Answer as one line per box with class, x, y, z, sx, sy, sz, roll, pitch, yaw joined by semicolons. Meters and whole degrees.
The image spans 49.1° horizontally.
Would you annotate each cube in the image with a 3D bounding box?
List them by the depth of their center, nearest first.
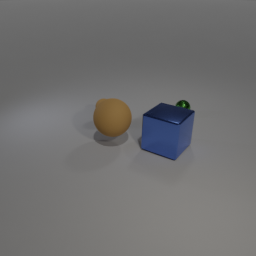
cube;1.435;0.065;10.110;1.400;1.400;1.400;17;31;29

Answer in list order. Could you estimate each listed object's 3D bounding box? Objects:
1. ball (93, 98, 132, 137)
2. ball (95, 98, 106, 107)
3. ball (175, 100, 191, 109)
ball;-0.562;-0.378;10.177;1.400;1.400;1.400;0;28;0
ball;-1.028;-0.904;11.891;0.700;0.700;0.700;0;28;0
ball;2.485;-0.926;12.722;0.700;0.700;0.700;0;28;0
